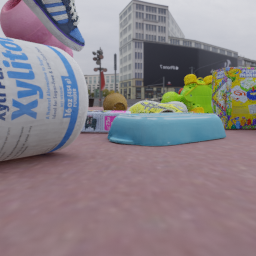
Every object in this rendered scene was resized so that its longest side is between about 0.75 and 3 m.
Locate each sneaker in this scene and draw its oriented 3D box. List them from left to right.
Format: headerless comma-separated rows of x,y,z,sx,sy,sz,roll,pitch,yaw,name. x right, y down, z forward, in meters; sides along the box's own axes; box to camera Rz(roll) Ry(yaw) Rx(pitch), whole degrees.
-1.391,-3.113,6.594,1.659,2.266,0.913,-35,30,17,sneaker
0.870,-0.499,9.350,2.143,0.808,0.819,-6,16,21,sneaker

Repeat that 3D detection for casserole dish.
0.820,-0.040,5.710,2.650,0.514,1.605,-5,7,-37,casserole dish

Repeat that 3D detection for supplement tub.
-1.718,-0.324,3.166,1.508,1.508,2.286,4,7,35,supplement tub

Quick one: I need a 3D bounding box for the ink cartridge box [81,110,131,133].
-1.302,-0.198,7.341,2.768,0.581,1.652,-2,5,2,ink cartridge box

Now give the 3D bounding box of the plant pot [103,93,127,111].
-0.527,-1.024,13.393,1.224,1.224,1.314,-1,11,-11,plant pot

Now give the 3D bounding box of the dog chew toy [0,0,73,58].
-3.045,-3.217,10.024,1.863,1.863,2.992,3,-30,30,dog chew toy

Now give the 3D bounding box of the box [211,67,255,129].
3.369,-0.825,7.876,1.724,1.660,1.051,0,5,-4,box

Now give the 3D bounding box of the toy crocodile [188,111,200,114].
2.420,-0.513,11.024,0.383,0.350,1.135,39,-12,-23,toy crocodile

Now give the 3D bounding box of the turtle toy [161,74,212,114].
2.711,-1.149,11.880,2.693,1.963,1.361,-1,-17,-24,turtle toy
